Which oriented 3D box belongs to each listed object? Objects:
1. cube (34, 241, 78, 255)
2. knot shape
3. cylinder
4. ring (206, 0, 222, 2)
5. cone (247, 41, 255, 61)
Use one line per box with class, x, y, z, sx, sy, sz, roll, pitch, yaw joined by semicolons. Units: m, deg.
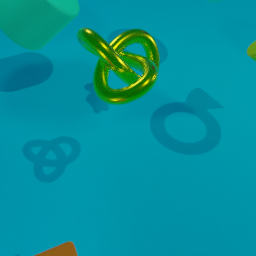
cube;-1.109;2.001;2.780;1.162;1.162;1.162;-6;66;-44
knot shape;-0.153;-0.954;3.834;1.239;0.612;1.324;32;45;-2
cylinder;-2.080;-2.749;6.419;1.392;1.392;1.392;-29;55;29
ring;1.711;-3.838;6.563;0.391;1.954;1.954;-40;65;3
cone;3.220;-1.494;6.285;0.853;0.856;0.853;-23;35;18
